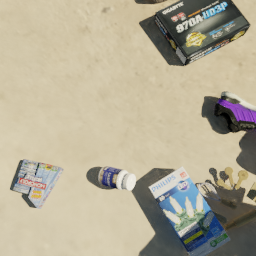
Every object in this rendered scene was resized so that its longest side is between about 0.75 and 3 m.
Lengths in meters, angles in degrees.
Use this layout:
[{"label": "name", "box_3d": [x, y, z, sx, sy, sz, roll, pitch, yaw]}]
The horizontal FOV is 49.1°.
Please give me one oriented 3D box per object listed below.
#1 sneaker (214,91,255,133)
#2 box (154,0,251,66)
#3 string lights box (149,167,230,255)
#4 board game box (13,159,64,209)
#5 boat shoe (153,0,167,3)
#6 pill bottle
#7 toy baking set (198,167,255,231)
[{"label": "sneaker", "box_3d": [3.665, -0.211, 8.758, 2.123, 0.738, 1.056, 30, 80, 13]}, {"label": "box", "box_3d": [2.567, -3.657, 9.817, 2.633, 0.606, 2.093, -28, 77, -8]}, {"label": "string lights box", "box_3d": [1.660, 2.353, 7.860, 1.159, 0.665, 2.255, -32, 75, 0]}, {"label": "board game box", "box_3d": [-2.731, 1.665, 8.284, 1.286, 0.397, 1.285, 13, 72, 4]}, {"label": "boat shoe", "box_3d": [2.023, -5.644, 10.239, 2.929, 1.109, 1.052, -21, 72, -8]}, {"label": "pill bottle", "box_3d": [-0.312, 1.455, 8.065, 1.002, 0.580, 0.580, 7, 70, 34]}, {"label": "toy baking set", "box_3d": [2.925, 2.092, 8.160, 2.111, 0.246, 1.620, -33, 75, 4]}]
